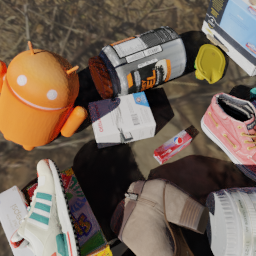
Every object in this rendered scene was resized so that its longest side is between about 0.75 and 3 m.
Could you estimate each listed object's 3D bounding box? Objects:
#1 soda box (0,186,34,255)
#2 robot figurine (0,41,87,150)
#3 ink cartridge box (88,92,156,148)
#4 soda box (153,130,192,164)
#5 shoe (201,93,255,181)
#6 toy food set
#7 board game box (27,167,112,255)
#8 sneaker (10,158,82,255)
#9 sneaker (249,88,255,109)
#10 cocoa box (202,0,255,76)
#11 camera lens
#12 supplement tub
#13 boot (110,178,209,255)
[{"bbox_3d":[-2.460,2.366,6.537,0.618,0.661,1.941,-28,62,-16],"label":"soda box"},{"bbox_3d":[-2.296,-0.708,7.001,1.721,2.952,2.123,-14,61,-43],"label":"robot figurine"},{"bbox_3d":[-0.194,-0.239,8.146,1.702,0.717,1.230,-12,58,-7],"label":"ink cartridge box"},{"bbox_3d":[1.252,0.535,7.855,1.116,0.391,0.354,-33,63,-19],"label":"soda box"},{"bbox_3d":[3.211,0.293,7.468,1.018,1.296,2.849,-35,64,-20],"label":"shoe"},{"bbox_3d":[2.719,-2.227,9.564,1.056,0.586,1.795,31,62,-9],"label":"toy food set"},{"bbox_3d":[-1.445,2.165,6.607,1.229,0.386,2.573,-25,52,-15],"label":"board game box"},{"bbox_3d":[-1.883,1.855,5.943,1.287,0.969,2.753,-15,53,-15],"label":"sneaker"},{"bbox_3d":[3.782,-0.789,8.534,1.465,0.613,0.885,1,62,-10],"label":"sneaker"},{"bbox_3d":[4.255,-3.584,9.591,1.865,1.835,2.796,-25,61,-15],"label":"cocoa box"},{"bbox_3d":[2.875,2.101,6.149,1.972,1.578,1.578,-1,58,-1],"label":"camera lens"},{"bbox_3d":[0.269,-1.969,8.691,2.726,1.670,1.670,-23,61,-12],"label":"supplement tub"},{"bbox_3d":[0.415,2.417,6.013,2.089,1.004,2.857,5,53,43],"label":"boot"}]
